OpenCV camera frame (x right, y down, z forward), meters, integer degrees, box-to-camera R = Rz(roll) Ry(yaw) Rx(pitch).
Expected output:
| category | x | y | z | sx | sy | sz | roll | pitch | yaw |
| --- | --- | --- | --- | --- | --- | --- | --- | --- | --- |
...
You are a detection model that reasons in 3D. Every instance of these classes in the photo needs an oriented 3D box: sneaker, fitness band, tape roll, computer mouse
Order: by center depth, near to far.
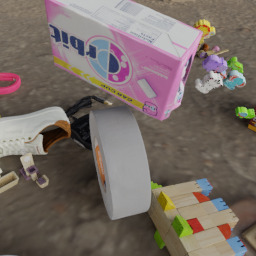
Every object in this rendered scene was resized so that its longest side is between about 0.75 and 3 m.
| category | x | y | z | sx | sy | sz | roll | pitch | yaw |
| --- | --- | --- | --- | --- | --- | --- | --- | --- | --- |
| tape roll | -0.245 | 0.709 | 6.012 | 0.769 | 2.329 | 2.329 | -10 | 41 | -13 |
| sneaker | -2.869 | 0.314 | 7.411 | 2.793 | 1.017 | 1.182 | -24 | 47 | -15 |
| computer mouse | -0.989 | -0.143 | 8.410 | 2.612 | 0.601 | 1.834 | 23 | 51 | 40 |
| fitness band | -4.824 | -1.654 | 10.482 | 1.575 | 0.295 | 1.131 | 0 | 42 | 1 |

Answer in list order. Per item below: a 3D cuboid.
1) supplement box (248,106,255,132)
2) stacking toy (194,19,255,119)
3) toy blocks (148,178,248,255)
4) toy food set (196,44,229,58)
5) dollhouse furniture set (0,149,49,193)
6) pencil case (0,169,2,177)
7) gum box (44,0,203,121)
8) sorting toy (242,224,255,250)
| category | x | y | z | sx | sy | sz | roll | pitch | yaw |
| --- | --- | --- | --- | --- | --- | --- | --- | --- | --- |
| supplement box | 4.570 | -0.648 | 8.308 | 1.508 | 1.488 | 1.002 | -31 | 49 | -32 |
| stacking toy | 2.189 | -1.246 | 6.237 | 2.081 | 0.489 | 1.569 | 25 | 55 | -34 |
| toy blocks | 1.460 | 1.946 | 5.689 | 1.573 | 1.150 | 2.301 | -5 | 39 | -24 |
| toy food set | 3.439 | -3.523 | 12.714 | 1.284 | 0.318 | 2.019 | -23 | 37 | -25 |
| dollhouse furniture set | -2.695 | 1.128 | 6.673 | 1.204 | 0.854 | 0.954 | -30 | 48 | -31 |
| pencil case | -4.134 | 1.232 | 6.565 | 2.119 | 0.824 | 0.948 | -24 | 40 | -26 |
| gum box | -0.092 | -1.282 | 4.730 | 2.492 | 1.414 | 0.824 | 29 | 58 | 13 |
| sorting toy | 3.453 | 2.273 | 5.783 | 1.767 | 0.237 | 1.317 | -21 | 44 | -23 |
